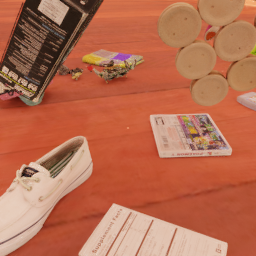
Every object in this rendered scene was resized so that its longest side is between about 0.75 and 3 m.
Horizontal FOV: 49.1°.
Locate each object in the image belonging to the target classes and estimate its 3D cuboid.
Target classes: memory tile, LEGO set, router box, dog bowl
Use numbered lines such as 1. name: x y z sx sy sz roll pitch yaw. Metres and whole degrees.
1. memory tile: 1.903 -1.489 4.210 2.584 1.980 0.217 -26 35 19
2. LEGO set: -0.815 -1.931 9.963 2.356 0.668 1.530 0 26 26
3. router box: -1.105 -1.958 4.900 0.801 1.933 2.579 32 42 -16
4. dog bowl: -3.065 -1.398 8.264 1.869 0.689 1.869 -16 16 5

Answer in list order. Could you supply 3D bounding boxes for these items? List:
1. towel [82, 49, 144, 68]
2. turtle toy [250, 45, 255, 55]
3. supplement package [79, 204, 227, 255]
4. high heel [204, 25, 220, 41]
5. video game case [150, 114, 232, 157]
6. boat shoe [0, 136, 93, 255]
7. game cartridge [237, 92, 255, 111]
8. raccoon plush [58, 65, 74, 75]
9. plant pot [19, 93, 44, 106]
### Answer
1. towel: -0.657 -2.910 11.777 2.272 0.259 1.631 18 34 29
2. turtle toy: 5.643 -2.997 11.258 1.328 0.921 1.822 -26 39 -37
3. supplement package: 0.289 1.685 3.304 1.477 0.863 0.866 13 33 21
4. high heel: 2.239 -2.720 7.239 0.326 0.966 0.464 14 57 -11
5. video game case: 1.393 0.127 6.653 1.553 0.196 1.704 -2 29 -2
6. boat shoe: -1.542 0.929 4.618 0.929 0.844 2.527 14 33 23
7. game cartridge: 3.791 -0.728 8.105 0.752 0.234 1.129 -14 33 -31
8. raccoon plush: -2.336 -2.311 10.474 0.797 0.534 0.386 -17 34 -27
9. plant pot: -2.814 -0.993 8.184 0.800 0.536 0.800 -1 37 1
